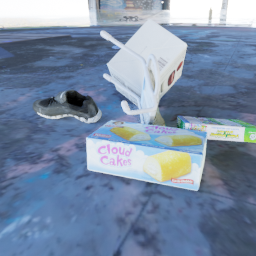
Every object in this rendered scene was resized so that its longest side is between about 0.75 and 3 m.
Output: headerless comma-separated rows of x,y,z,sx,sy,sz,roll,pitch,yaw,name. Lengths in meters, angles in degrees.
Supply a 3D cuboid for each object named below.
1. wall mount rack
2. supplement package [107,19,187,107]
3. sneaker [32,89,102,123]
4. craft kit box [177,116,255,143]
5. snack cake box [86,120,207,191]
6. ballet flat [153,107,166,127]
0.022,-1.013,7.237,1.075,2.884,2.506,-8,62,-8,wall mount rack
0.633,-1.851,8.897,1.482,1.927,2.015,40,-7,13,supplement package
-2.010,-0.803,8.824,2.354,1.065,0.782,8,53,15,sneaker
2.283,-0.010,7.433,1.798,0.442,1.821,2,8,5,craft kit box
0.462,0.505,6.266,2.425,0.815,1.395,7,21,17,snack cake box
0.726,-0.347,8.508,0.569,0.569,1.638,-3,22,-7,ballet flat
